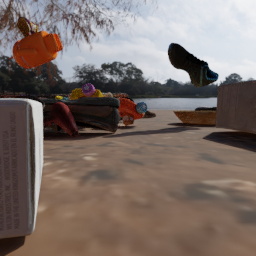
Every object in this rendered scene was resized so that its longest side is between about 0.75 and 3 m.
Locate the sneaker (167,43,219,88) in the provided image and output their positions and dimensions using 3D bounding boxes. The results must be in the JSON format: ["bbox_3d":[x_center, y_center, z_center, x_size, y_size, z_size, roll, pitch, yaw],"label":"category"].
[{"bbox_3d":[2.036,-2.013,8.679,2.008,0.735,0.822,30,-20,-34],"label":"sneaker"}]

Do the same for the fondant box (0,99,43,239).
[{"bbox_3d":[-1.619,0.133,1.620,2.146,0.625,1.548,0,4,-15],"label":"fondant box"}]

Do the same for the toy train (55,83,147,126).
[{"bbox_3d":[-0.952,-0.399,8.238,2.816,0.783,2.115,-8,-26,41],"label":"toy train"}]

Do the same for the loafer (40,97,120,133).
[{"bbox_3d":[-1.359,-0.231,5.951,2.389,0.752,0.859,-2,-3,8],"label":"loafer"}]

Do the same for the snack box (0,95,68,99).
[{"bbox_3d":[-3.043,-0.666,9.675,2.611,0.938,0.317,0,5,1],"label":"snack box"}]

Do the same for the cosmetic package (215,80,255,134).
[{"bbox_3d":[2.839,-0.375,5.266,1.325,1.119,2.481,2,1,-13],"label":"cosmetic package"}]

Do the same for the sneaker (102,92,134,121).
[{"bbox_3d":[-0.220,-0.669,9.227,1.287,0.836,2.229,0,-6,33],"label":"sneaker"}]

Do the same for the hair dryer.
[{"bbox_3d":[-1.492,-0.092,5.294,1.262,0.961,0.343,12,-28,12],"label":"hair dryer"}]

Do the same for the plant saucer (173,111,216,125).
[{"bbox_3d":[2.631,-0.358,9.178,2.292,0.406,2.292,0,5,0],"label":"plant saucer"}]

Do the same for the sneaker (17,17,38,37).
[{"bbox_3d":[-2.960,-3.050,8.341,0.419,0.504,1.118,18,-15,-2],"label":"sneaker"}]

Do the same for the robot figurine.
[{"bbox_3d":[-1.504,-1.265,4.549,0.849,0.611,0.495,-16,-37,15],"label":"robot figurine"}]

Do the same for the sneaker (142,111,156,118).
[{"bbox_3d":[0.747,-0.727,13.251,1.343,0.507,0.473,-3,5,-25],"label":"sneaker"}]

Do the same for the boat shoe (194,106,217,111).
[{"bbox_3d":[3.667,-0.624,11.599,1.875,0.655,0.621,4,23,19],"label":"boat shoe"}]
